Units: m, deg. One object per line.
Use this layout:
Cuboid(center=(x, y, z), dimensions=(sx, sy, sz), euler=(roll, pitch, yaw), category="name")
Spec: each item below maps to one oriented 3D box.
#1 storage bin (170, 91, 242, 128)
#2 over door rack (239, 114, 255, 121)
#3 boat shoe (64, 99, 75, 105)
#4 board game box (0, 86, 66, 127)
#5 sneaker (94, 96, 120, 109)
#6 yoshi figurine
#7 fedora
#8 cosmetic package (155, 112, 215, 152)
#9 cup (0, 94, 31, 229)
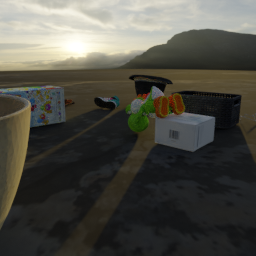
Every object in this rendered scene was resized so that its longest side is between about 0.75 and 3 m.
Cuboid(center=(3.017, -0.788, 10.980), dimensions=(2.404, 1.127, 1.625), euler=(11, 17, 34), category="storage bin")
Cuboid(center=(5.097, -0.471, 11.498), dimensions=(0.850, 0.283, 0.628), euler=(13, 19, 40), category="over door rack")
Cuboid(center=(-3.132, -1.347, 14.882), dimensions=(0.849, 0.306, 0.306), euler=(0, -20, 43), category="boat shoe")
Cuboid(center=(-3.893, -0.800, 10.536), dimensions=(2.656, 1.393, 1.368), euler=(-11, 18, -39), category="board game box")
Cuboid(center=(-0.960, -1.353, 14.150), dimensions=(1.391, 0.582, 0.840), euler=(18, 27, 29), category="sneaker")
Cuboid(center=(0.718, -0.413, 9.169), dimensions=(2.323, 1.306, 1.301), euler=(-5, 47, 58), category="yoshi figurine")
Cuboid(center=(1.201, -2.244, 15.900), dimensions=(2.641, 1.206, 2.641), euler=(9, 3, 0), category="fedora")
Cuboid(center=(1.734, 0.050, 8.512), dimensions=(1.329, 0.820, 1.334), euler=(12, 18, 38), category="cosmetic package")
Cuboid(center=(-2.626, 0.759, 3.459), dimensions=(2.858, 2.044, 2.858), euler=(0, 14, 0), category="cup")
